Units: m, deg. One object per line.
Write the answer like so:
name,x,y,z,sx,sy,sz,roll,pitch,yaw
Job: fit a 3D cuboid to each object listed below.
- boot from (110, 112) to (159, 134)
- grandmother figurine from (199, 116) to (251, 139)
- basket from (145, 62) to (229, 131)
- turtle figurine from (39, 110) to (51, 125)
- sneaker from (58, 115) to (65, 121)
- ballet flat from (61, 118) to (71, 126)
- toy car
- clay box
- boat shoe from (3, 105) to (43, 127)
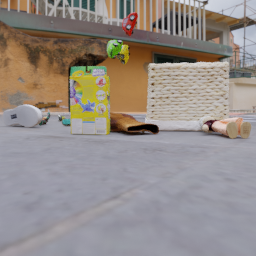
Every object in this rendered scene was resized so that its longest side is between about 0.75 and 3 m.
boot,-0.409,-0.049,8.971,2.073,0.754,2.202,7,8,-25
grandmother figurine,2.736,-0.069,8.250,1.238,0.618,2.041,9,4,-14
basket,2.105,-1.145,10.779,2.978,2.395,2.951,-1,5,5
turtle figurine,-4.056,-0.452,13.316,0.920,0.619,1.229,-13,16,15
sneaker,-3.985,-0.598,16.876,0.433,0.381,1.023,-1,4,-15
ballet flat,-2.286,-0.259,12.362,1.243,0.422,0.468,-2,-11,-1
toy car,-0.283,-2.694,8.907,0.399,1.791,1.685,23,38,11
clay box,-1.139,-0.823,8.496,1.161,2.021,0.481,1,4,8
boat shoe,-4.333,-0.476,11.988,2.624,0.944,0.862,-7,3,39
